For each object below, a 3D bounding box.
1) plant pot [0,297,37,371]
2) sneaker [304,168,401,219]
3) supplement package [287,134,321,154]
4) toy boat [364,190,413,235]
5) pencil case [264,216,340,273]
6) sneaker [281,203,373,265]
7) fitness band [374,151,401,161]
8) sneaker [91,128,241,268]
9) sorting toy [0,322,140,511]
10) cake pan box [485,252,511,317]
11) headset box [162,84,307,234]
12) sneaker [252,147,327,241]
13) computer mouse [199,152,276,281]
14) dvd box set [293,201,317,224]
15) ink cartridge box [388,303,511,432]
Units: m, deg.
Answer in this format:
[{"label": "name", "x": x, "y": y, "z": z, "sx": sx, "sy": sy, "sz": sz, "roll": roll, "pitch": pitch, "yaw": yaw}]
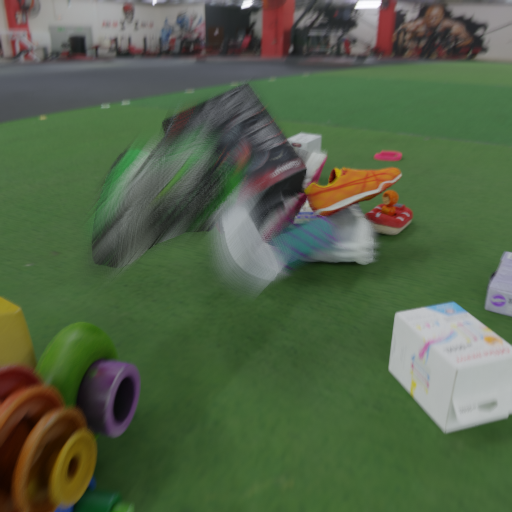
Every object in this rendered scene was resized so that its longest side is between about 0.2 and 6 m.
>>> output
[{"label": "plant pot", "x": -3.375, "y": 1.229, "z": 5.679, "sx": 1.939, "sy": 1.710, "sz": 1.938, "roll": 18, "pitch": 14, "yaw": 34}, {"label": "sneaker", "x": 1.894, "y": -1.390, "z": 10.636, "sx": 2.116, "sy": 0.816, "sz": 0.772, "roll": -20, "pitch": -7, "yaw": -26}, {"label": "supplement package", "x": 1.265, "y": -2.634, "z": 15.223, "sx": 0.646, "sy": 1.165, "sz": 0.908, "roll": 14, "pitch": 28, "yaw": 28}, {"label": "toy boat", "x": 2.843, "y": -0.989, "z": 12.044, "sx": 0.853, "sy": 0.855, "sz": 1.308, "roll": 15, "pitch": 29, "yaw": 30}, {"label": "pencil case", "x": 0.747, "y": -0.189, "z": 9.897, "sx": 1.338, "sy": 0.618, "sz": 0.569, "roll": -24, "pitch": -6, "yaw": 12}, {"label": "sneaker", "x": 1.253, "y": -0.651, "z": 11.171, "sx": 1.609, "sy": 1.045, "sz": 2.786, "roll": -7, "pitch": 24, "yaw": -1}, {"label": "fitness band", "x": 4.113, "y": -3.102, "z": 17.476, "sx": 0.817, "sy": 0.153, "sz": 0.587, "roll": 3, "pitch": 28, "yaw": 10}, {"label": "sneaker", "x": -1.158, "y": -0.847, "z": 8.006, "sx": 1.442, "sy": 1.321, "sz": 3.386, "roll": 25, "pitch": 36, "yaw": 7}, {"label": "sorting toy", "x": -1.682, "y": 1.710, "z": 5.239, "sx": 1.196, "sy": 1.751, "sz": 2.914, "roll": 7, "pitch": 7, "yaw": 13}, {"label": "cake pan box", "x": 4.793, "y": 0.561, "z": 9.174, "sx": 1.846, "sy": 0.483, "sz": 1.700, "roll": 13, "pitch": 26, "yaw": 26}, {"label": "headset box", "x": -0.359, "y": -1.740, "z": 10.500, "sx": 1.853, "sy": 0.935, "sz": 2.493, "roll": -28, "pitch": 69, "yaw": -11}, {"label": "sneaker", "x": 0.362, "y": -1.285, "z": 11.441, "sx": 1.193, "sy": 1.006, "sz": 2.728, "roll": 27, "pitch": 62, "yaw": 12}, {"label": "computer mouse", "x": -0.298, "y": -0.422, "z": 7.392, "sx": 0.398, "sy": 1.816, "sz": 0.996, "roll": -27, "pitch": -1, "yaw": -16}, {"label": "dvd box set", "x": 0.778, "y": -0.927, "z": 12.646, "sx": 1.195, "sy": 0.240, "sz": 1.633, "roll": 0, "pitch": 25, "yaw": 0}, {"label": "ink cartridge box", "x": 2.447, "y": 1.365, "z": 6.883, "sx": 0.943, "sy": 0.918, "sz": 1.466, "roll": -8, "pitch": 26, "yaw": -17}]
